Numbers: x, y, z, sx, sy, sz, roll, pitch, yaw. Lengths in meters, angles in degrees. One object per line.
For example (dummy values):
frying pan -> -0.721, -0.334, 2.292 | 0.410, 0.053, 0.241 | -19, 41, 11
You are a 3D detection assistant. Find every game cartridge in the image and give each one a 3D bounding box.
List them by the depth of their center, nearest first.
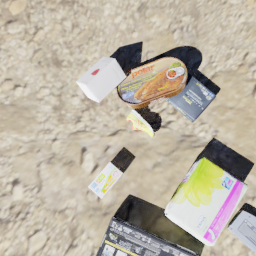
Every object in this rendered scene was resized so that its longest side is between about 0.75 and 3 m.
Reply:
game cartridge -> 3.511, 2.946, 7.907 | 1.194, 0.248, 0.795 | 43, 76, 9

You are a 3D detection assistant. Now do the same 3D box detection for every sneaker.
sneaker -> 0.375, -0.064, 8.533 | 0.474, 0.410, 1.050 | -45, 76, 1

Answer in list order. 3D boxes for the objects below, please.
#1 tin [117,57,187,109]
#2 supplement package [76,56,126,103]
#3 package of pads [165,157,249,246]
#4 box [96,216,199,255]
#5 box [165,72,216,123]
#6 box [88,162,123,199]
tin -> 0.732, -1.367, 8.544 | 2.188, 0.458, 1.225 | -19, 71, 9
supplement package -> -0.800, -1.467, 8.399 | 1.195, 0.716, 0.724 | -46, 38, -13
package of pads -> 2.146, 2.002, 7.873 | 1.557, 0.687, 2.015 | 33, 79, 7
box -> 0.339, 3.850, 7.487 | 2.570, 0.631, 2.072 | 22, 77, 5
box -> 1.865, -1.005, 8.729 | 1.375, 0.351, 1.084 | 42, 82, 9
box -> -0.624, 1.509, 8.094 | 0.528, 0.476, 0.939 | 39, 80, 8
